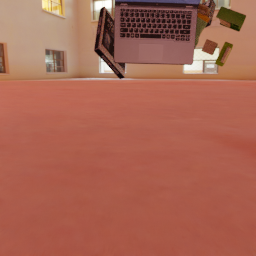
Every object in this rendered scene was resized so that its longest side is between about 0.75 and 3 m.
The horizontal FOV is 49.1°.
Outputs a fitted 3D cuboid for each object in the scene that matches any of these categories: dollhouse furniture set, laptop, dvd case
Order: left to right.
[{"bbox_3d":[-0.539,-2.960,9.737,0.258,2.087,1.569,-15,-35,28],"label":"dvd case"},{"bbox_3d":[0.773,-2.783,6.936,2.241,2.394,1.387,1,15,-2],"label":"laptop"},{"bbox_3d":[1.923,-2.686,7.679,2.063,1.351,1.035,28,20,15],"label":"dollhouse furniture set"}]

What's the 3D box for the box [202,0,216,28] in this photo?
[{"bbox_3d":[2.213,-3.704,9.693,1.482,0.365,1.534,-18,35,40],"label":"box"}]
